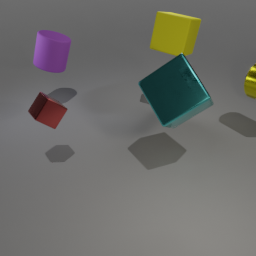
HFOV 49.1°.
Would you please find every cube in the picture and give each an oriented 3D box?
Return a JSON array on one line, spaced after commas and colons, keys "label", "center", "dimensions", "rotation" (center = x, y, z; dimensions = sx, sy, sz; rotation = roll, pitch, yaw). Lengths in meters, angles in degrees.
[{"label": "cube", "center": [-2.310, -0.508, 8.055], "dimensions": [0.700, 0.700, 0.700], "rotation": [31, 3, -42]}, {"label": "cube", "center": [1.881, -3.731, 11.103], "dimensions": [1.400, 1.400, 1.400], "rotation": [22, 28, 22]}, {"label": "cube", "center": [1.363, -0.945, 7.763], "dimensions": [1.400, 1.400, 1.400], "rotation": [-32, -12, 16]}]

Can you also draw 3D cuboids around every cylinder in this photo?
[{"label": "cylinder", "center": [5.171, -1.558, 9.989], "dimensions": [1.400, 1.400, 1.400], "rotation": [-17, 31, -25]}, {"label": "cylinder", "center": [-3.278, -3.309, 12.103], "dimensions": [1.400, 1.400, 1.400], "rotation": [15, 29, -8]}]
